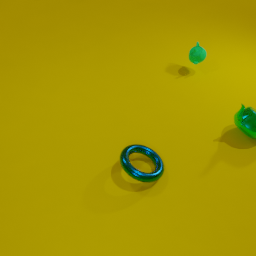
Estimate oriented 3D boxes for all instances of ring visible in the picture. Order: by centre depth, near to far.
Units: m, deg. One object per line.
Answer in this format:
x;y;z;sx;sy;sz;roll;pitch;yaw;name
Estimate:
0.380;0.919;7.472;1.260;0.252;1.260;15;38;-12;ring

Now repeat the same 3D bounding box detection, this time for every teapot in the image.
3.672;-0.234;8.266;1.684;0.825;1.047;23;29;-31;teapot
2.609;-2.789;10.631;0.688;0.542;1.107;0;66;28;teapot
